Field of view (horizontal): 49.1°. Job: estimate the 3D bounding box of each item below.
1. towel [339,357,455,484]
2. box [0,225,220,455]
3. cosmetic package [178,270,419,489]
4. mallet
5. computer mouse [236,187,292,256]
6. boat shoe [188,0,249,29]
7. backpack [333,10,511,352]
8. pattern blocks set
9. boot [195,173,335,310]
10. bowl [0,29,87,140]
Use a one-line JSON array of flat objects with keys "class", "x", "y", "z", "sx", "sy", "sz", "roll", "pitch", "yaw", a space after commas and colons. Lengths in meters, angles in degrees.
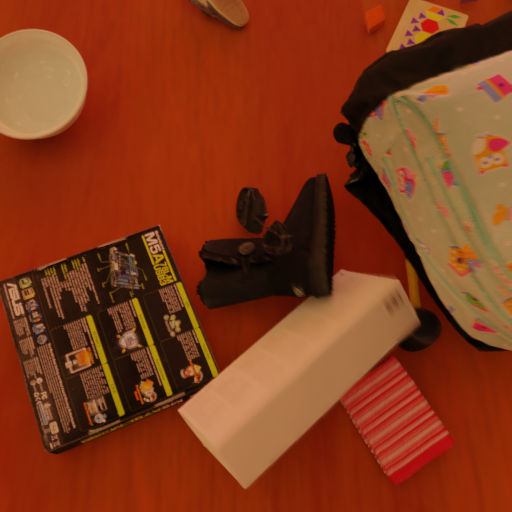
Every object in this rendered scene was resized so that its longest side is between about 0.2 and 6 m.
[{"class": "towel", "x": 2.034, "y": 2.413, "z": 8.271, "sx": 1.100, "sy": 0.171, "sz": 1.521, "roll": -36, "pitch": 65, "yaw": 7}, {"class": "box", "x": -2.259, "y": 1.203, "z": 8.682, "sx": 2.696, "sy": 0.663, "sz": 2.791, "roll": -21, "pitch": 70, "yaw": -15}, {"class": "cosmetic package", "x": 0.632, "y": 1.582, "z": 8.024, "sx": 3.395, "sy": 1.401, "sz": 0.860, "roll": -38, "pitch": 112, "yaw": -18}, {"class": "mallet", "x": 2.491, "y": 0.212, "z": 9.125, "sx": 0.564, "sy": 0.902, "sz": 2.740, "roll": 1, "pitch": 63, "yaw": 0}, {"class": "computer mouse", "x": 0.172, "y": -0.561, "z": 8.841, "sx": 0.411, "sy": 2.416, "sz": 0.708, "roll": 5, "pitch": 110, "yaw": -19}, {"class": "boat shoe", "x": -0.924, "y": -5.225, "z": 11.470, "sx": 1.730, "sy": 0.561, "sz": 0.622, "roll": 35, "pitch": 62, "yaw": -6}, {"class": "backpack", "x": 3.385, "y": -0.876, "z": 7.506, "sx": 3.700, "sy": 2.807, "sz": 4.434, "roll": -19, "pitch": 74, "yaw": 1}, {"class": "pattern blocks set", "x": 3.471, "y": -4.442, "z": 11.289, "sx": 2.626, "sy": 0.242, "sz": 2.987, "roll": 31, "pitch": 72, "yaw": 12}, {"class": "boot", "x": 0.178, "y": -0.292, "z": 9.096, "sx": 2.131, "sy": 0.969, "sz": 2.536, "roll": -5, "pitch": 49, "yaw": 16}, {"class": "bowl", "x": -3.964, "y": -2.967, "z": 10.227, "sx": 2.022, "sy": 0.909, "sz": 2.022, "roll": 0, "pitch": 83, "yaw": 0}]
